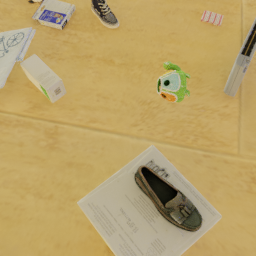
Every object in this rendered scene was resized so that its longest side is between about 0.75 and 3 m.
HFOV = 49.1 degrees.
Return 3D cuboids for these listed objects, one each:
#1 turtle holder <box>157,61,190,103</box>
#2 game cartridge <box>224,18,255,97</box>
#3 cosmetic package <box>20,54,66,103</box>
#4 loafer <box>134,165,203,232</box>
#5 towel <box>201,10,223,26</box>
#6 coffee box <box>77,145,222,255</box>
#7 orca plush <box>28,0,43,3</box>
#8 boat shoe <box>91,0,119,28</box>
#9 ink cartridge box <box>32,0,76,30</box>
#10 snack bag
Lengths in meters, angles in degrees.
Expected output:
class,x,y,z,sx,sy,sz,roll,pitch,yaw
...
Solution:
class,x,y,z,sx,sy,sz,roll,pitch,yaw
turtle holder,1.106,-1.132,6.914,0.702,0.751,0.989,2,104,-11
game cartridge,3.831,-2.307,9.152,0.503,1.659,2.488,23,64,20
cosmetic package,-2.797,-1.648,9.298,0.638,0.809,1.503,-42,68,-17
loafer,0.761,1.361,5.467,1.648,0.518,0.592,40,70,18
towel,3.350,-4.359,11.128,0.812,0.121,0.594,20,64,8
coffee box,0.421,2.109,6.571,2.120,2.097,2.117,-36,68,-17
orca plush,-4.040,-5.538,11.670,1.268,0.451,0.667,7,107,8
boat shoe,-0.932,-4.575,10.878,0.592,0.735,1.585,-37,68,-18
ink cartridge box,-2.935,-4.552,11.133,1.284,0.302,1.269,17,65,11
snack bag,-4.590,-2.283,9.519,2.533,0.288,2.686,-1,60,22
